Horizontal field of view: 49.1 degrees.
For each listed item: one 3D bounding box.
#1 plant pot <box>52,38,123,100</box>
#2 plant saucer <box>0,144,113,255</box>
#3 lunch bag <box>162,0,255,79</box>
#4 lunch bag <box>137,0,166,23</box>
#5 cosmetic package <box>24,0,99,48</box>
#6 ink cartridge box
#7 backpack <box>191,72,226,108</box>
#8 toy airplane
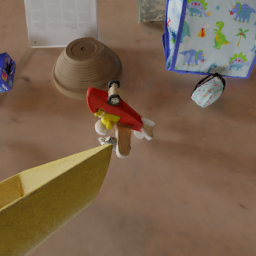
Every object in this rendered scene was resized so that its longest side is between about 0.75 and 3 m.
[{"bbox_3d":[-1.195,-1.886,8.001,2.074,0.957,2.074,-2,53,2],"label":"plant pot"},{"bbox_3d":[-1.924,1.343,3.942,2.967,2.967,0.719,-31,98,-49],"label":"plant saucer"},{"bbox_3d":[2.387,-2.956,7.903,2.522,1.890,2.966,3,91,-10],"label":"lunch bag"},{"bbox_3d":[1.443,-4.968,9.107,2.448,2.985,1.755,-7,26,-1],"label":"lunch bag"},{"bbox_3d":[-2.034,-3.404,8.769,2.173,1.639,0.562,-2,10,-2],"label":"cosmetic package"},{"bbox_3d":[-3.751,-1.482,7.782,1.473,0.562,1.005,-10,58,7],"label":"ink cartridge box"},{"bbox_3d":[2.140,-0.965,7.467,0.905,0.755,0.573,-30,58,-22],"label":"backpack"},{"bbox_3d":[-0.208,-0.187,6.617,1.215,1.722,1.715,-33,84,26],"label":"toy airplane"}]
